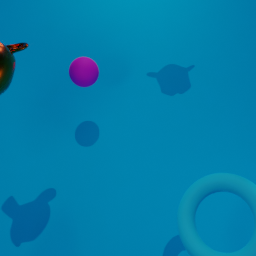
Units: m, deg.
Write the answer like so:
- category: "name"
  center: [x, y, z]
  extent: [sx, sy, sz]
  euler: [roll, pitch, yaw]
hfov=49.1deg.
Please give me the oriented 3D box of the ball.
- category: "ball"
  center: [-1.090, -1.382, 6.939]
  extent: [0.739, 0.739, 0.739]
  euler: [0, 70, 0]

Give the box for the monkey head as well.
- category: "monkey head"
  center: [-2.479, -0.999, 4.483]
  extent: [1.248, 1.045, 1.735]
  euler: [23, 71, 35]

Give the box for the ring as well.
- category: "ring"
  center: [1.779, 1.746, 5.251]
  extent: [1.822, 0.364, 1.822]
  euler: [-15, 62, 30]
